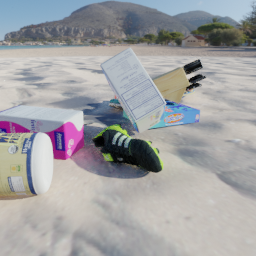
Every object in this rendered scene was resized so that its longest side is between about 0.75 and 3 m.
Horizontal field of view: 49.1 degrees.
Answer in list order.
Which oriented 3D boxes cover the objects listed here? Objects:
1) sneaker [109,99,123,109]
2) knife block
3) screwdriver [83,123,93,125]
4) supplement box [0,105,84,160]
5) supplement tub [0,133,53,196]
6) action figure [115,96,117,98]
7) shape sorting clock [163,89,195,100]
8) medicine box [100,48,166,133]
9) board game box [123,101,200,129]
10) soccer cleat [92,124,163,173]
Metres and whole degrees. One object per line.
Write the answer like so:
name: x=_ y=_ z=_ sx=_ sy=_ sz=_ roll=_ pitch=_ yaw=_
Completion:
sneaker: x=-0.026 y=-1.416 z=12.420 sx=0.978 sy=1.005 sz=2.523 roll=10 pitch=21 yaw=28
knife block: x=1.788 y=-1.957 z=10.565 sx=2.118 sy=1.859 sz=0.678 roll=21 pitch=13 yaw=-4
screwdriver: x=-2.140 y=-0.064 z=9.324 sx=2.109 sy=0.307 sz=0.294 roll=-14 pitch=24 yaw=-27
supplement box: x=-2.387 y=0.069 z=7.712 sx=2.125 sy=1.075 sz=1.098 roll=5 pitch=19 yaw=15
supplement tub: x=-2.431 y=0.710 z=5.512 sx=1.698 sy=1.226 sz=1.226 roll=-1 pitch=18 yaw=-4
action figure: x=0.027 y=-1.661 z=14.315 sx=1.376 sy=0.356 sz=0.450 roll=4 pitch=16 yaw=4
shape sorting clock: x=2.157 y=-1.928 z=14.761 sx=2.710 sy=0.532 sz=2.710 roll=0 pitch=18 yaw=0
medicine box: x=0.199 y=-1.018 z=8.311 sx=1.010 sy=1.963 sz=1.788 roll=-30 pitch=-12 yaw=0
board game box: x=1.218 y=-0.546 z=10.383 sx=2.280 sy=0.513 sz=1.734 roll=-8 pitch=20 yaw=-28
soccer cleat: x=-0.055 y=0.591 z=6.853 sx=0.967 sy=0.806 sz=2.386 roll=-31 pitch=31 yaw=-20
